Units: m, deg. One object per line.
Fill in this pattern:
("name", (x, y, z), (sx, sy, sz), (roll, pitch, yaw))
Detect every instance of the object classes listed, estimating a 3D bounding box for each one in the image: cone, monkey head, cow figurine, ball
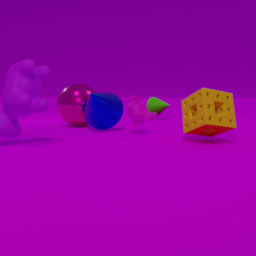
("cone", (1.373, -0.896, 11.507), (0.852, 0.852, 0.855), (-6, 1, -41))
("monkey head", (0.361, -0.430, 7.135), (0.736, 0.617, 1.024), (-10, -24, 9))
("cow figurine", (-2.248, -0.562, 5.554), (1.471, 1.495, 0.821), (-5, -12, 34))
("cone", (-0.792, -0.667, 7.369), (1.146, 1.146, 1.150), (1, -18, 12))
("ball", (-1.551, -0.727, 8.839), (1.354, 1.354, 1.354), (0, 7, 0))

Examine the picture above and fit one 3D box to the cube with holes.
("cube with holes", (1.689, -0.300, 5.934), (0.761, 0.761, 0.761), (6, -18, -23))
